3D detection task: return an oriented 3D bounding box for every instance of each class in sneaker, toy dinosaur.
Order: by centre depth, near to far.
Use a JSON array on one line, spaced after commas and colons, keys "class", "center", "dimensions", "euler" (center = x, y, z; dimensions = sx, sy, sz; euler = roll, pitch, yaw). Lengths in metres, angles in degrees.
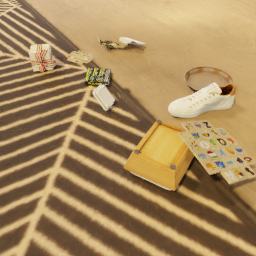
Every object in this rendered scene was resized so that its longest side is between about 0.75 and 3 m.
[{"class": "sneaker", "center": [2.950, -1.250, 11.182], "dimensions": [2.824, 1.196, 1.028], "euler": [-14, 46, -12]}, {"class": "toy dinosaur", "center": [-1.042, -4.548, 15.214], "dimensions": [2.057, 0.488, 0.906], "euler": [24, 32, 22]}]

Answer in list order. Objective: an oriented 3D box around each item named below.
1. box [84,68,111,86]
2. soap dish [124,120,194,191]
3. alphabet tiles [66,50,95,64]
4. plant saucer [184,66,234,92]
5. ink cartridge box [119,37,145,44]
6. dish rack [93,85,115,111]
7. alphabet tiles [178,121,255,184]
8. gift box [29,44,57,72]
[{"class": "box", "center": [-1.390, -2.390, 13.065], "dimensions": [1.106, 0.272, 1.145], "euler": [1, 44, 4]}, {"class": "soap dish", "center": [1.183, 0.773, 9.192], "dimensions": [1.784, 0.921, 2.268], "euler": [22, 47, 21]}, {"class": "alphabet tiles", "center": [-2.485, -3.699, 14.618], "dimensions": [1.381, 0.044, 1.149], "euler": [21, 47, 21]}, {"class": "plant saucer", "center": [3.624, -2.109, 12.706], "dimensions": [2.179, 0.349, 2.179], "euler": [0, 44, 0]}, {"class": "ink cartridge box", "center": [0.244, -4.639, 15.234], "dimensions": [1.180, 0.296, 0.957], "euler": [27, 24, 20]}, {"class": "dish rack", "center": [-0.934, -1.268, 11.358], "dimensions": [0.208, 0.956, 0.821], "euler": [-22, 21, 38]}, {"class": "alphabet tiles", "center": [2.811, 0.649, 8.829], "dimensions": [2.108, 0.080, 2.534], "euler": [-5, 45, -32]}, {"class": "gift box", "center": [-4.108, -3.442, 13.585], "dimensions": [1.186, 1.094, 1.107], "euler": [-10, 42, -2]}]
